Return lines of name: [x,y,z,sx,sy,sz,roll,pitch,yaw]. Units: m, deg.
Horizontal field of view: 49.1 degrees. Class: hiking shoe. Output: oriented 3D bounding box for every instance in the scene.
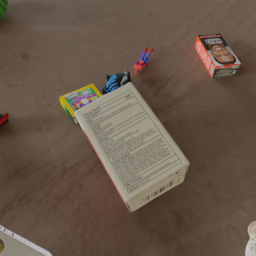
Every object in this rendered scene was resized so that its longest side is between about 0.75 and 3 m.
hiking shoe: [-0.369,-0.972,8.569,0.850,0.729,1.960,-4,42,11]

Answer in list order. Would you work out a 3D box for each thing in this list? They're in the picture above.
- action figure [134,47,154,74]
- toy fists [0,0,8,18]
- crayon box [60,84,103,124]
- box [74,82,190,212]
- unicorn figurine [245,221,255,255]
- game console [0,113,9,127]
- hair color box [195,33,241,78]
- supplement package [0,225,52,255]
action figure: [0.534,-2.342,9.865,0.407,0.322,1.245,17,57,20]
toy fists: [-6.195,-4.713,11.382,1.461,0.985,2.865,25,54,19]
crayon box: [-1.339,-0.758,8.532,1.160,0.338,1.000,-25,54,-19]
box: [0.066,0.440,6.545,1.553,1.323,2.428,-29,64,-8]
unicorn figurine: [2.606,2.954,5.175,1.933,1.039,2.814,9,36,20]
game console: [-3.887,-0.163,7.923,0.764,0.526,0.887,29,56,22]
hair color box: [3.112,-2.583,9.887,0.928,0.560,1.828,-8,52,-7]
supplement package: [-2.482,2.304,4.888,2.014,1.103,1.145,33,65,-10]
